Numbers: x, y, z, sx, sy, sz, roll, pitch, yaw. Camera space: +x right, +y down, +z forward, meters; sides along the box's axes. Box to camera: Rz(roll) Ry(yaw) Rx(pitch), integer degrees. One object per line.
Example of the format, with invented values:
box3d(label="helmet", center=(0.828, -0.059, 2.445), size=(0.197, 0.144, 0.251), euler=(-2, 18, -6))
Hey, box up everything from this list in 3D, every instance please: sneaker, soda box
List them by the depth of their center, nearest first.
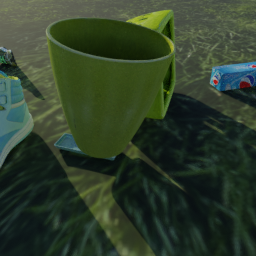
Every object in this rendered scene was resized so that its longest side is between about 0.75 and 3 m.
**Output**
box3d(label="sneaker", center=(-3.095, -0.153, 5.783), size=(1.150, 1.887, 2.891), euler=(6, 34, 8))
box3d(label="soda box", center=(3.773, -1.741, 9.337), size=(1.924, 0.617, 0.653), euler=(-10, 35, -14))
box3d(label="sneaker", center=(-4.876, -2.685, 10.905), size=(0.730, 0.634, 1.648), euler=(-33, 38, -25))

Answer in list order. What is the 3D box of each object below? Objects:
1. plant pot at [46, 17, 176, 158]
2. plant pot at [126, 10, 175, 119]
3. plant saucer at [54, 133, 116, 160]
box3d(label="plant pot", center=(-0.463, -0.668, 5.715), size=(2.299, 2.457, 2.299), euler=(7, 35, -5))
box3d(label="plant pot", center=(0.101, -1.849, 8.003), size=(2.205, 2.430, 2.418), euler=(2, 32, 17))
box3d(label="plant saucer", center=(-0.920, 0.438, 6.480), size=(1.498, 0.142, 0.524), euler=(10, 35, 16))
